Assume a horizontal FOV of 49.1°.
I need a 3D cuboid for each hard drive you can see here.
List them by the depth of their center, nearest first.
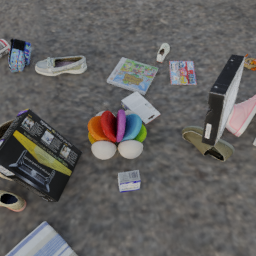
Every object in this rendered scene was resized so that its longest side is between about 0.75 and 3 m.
[{"bbox_3d":[2.660,-0.817,7.729,0.445,1.643,2.352,17,42,23],"label":"hard drive"}]

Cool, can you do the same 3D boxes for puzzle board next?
[{"bbox_3d":[2.439,-2.494,12.533,1.114,0.129,1.478,1,55,1],"label":"puzzle board"}]

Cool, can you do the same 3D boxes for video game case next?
[{"bbox_3d":[0.219,-2.334,12.375,1.795,0.198,1.634,20,58,13],"label":"video game case"}]

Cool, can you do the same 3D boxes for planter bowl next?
[{"bbox_3d":[-3.846,0.790,9.307,1.335,1.983,1.983,-13,44,41],"label":"planter bowl"}]

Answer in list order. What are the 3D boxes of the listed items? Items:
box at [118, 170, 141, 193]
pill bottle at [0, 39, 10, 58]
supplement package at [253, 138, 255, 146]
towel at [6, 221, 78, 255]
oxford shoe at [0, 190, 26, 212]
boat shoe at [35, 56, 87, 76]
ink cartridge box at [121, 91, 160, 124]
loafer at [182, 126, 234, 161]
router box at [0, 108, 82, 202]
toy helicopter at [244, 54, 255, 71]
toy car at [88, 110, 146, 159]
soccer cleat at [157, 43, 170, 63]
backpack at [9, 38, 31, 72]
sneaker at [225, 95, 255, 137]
[{"bbox_3d":[0.039,1.759,9.220,0.694,0.754,0.396,-8,56,-5],"label":"box"},{"bbox_3d":[-6.081,-3.526,12.913,0.660,0.660,1.193,32,61,20],"label":"pill bottle"},{"bbox_3d":[5.756,-0.286,9.846,1.497,2.035,1.946,28,60,18],"label":"supplement package"},{"bbox_3d":[-2.328,3.972,8.011,2.218,0.264,1.629,38,61,21],"label":"towel"},{"bbox_3d":[-4.112,2.214,8.996,1.646,0.608,0.583,8,56,6],"label":"oxford shoe"},{"bbox_3d":[-2.981,-2.836,12.393,2.282,0.732,0.841,0,55,0],"label":"boat shoe"},{"bbox_3d":[0.502,-0.735,11.174,0.821,0.380,1.508,-33,63,-21],"label":"ink cartridge box"},{"bbox_3d":[2.802,0.566,10.052,1.961,0.737,0.683,26,55,16],"label":"loafer"},{"bbox_3d":[-2.841,0.907,8.898,0.644,2.464,1.937,-12,43,42],"label":"router box"},{"bbox_3d":[5.247,-2.930,12.646,1.189,0.469,0.787,-14,55,-6],"label":"toy helicopter"},{"bbox_3d":[-0.389,0.023,9.911,2.120,1.590,1.855,-1,55,-1],"label":"toy car"},{"bbox_3d":[1.666,-3.606,13.066,0.450,0.504,1.299,16,57,11],"label":"soccer cleat"},{"bbox_3d":[-4.792,-3.089,12.357,0.864,1.173,1.285,7,68,-16],"label":"backpack"},{"bbox_3d":[4.352,-0.748,10.899,1.131,0.815,2.164,34,66,15],"label":"sneaker"}]
